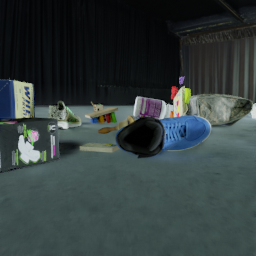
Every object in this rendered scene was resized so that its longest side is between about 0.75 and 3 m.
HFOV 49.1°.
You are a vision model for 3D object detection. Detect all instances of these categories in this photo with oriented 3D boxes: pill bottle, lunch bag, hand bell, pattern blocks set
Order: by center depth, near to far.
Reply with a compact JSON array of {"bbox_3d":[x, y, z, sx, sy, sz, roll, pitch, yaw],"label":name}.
[{"bbox_3d":[1.724,-0.750,9.269,0.158,1.949,1.713,7,-17,-8],"label":"pattern blocks set"},{"bbox_3d":[-0.440,0.010,9.527,1.316,0.685,0.685,-10,1,26],"label":"hand bell"},{"bbox_3d":[3.993,-0.823,12.494,2.498,1.469,2.049,-5,6,-3],"label":"lunch bag"},{"bbox_3d":[1.353,-0.992,14.987,1.982,1.113,1.113,10,6,-3],"label":"pill bottle"}]

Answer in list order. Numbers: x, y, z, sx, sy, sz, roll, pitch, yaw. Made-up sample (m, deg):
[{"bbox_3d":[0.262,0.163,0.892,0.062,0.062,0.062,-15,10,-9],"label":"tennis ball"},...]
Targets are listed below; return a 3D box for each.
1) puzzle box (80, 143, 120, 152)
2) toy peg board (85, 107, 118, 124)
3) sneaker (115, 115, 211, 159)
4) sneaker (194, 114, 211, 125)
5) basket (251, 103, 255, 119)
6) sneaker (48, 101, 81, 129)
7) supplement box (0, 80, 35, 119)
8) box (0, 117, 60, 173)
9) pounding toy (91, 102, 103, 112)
[{"bbox_3d":[-0.665,0.467,6.735,0.834,0.106,0.555,2,6,18],"label":"puzzle box"},{"bbox_3d":[-1.270,-0.501,14.019,1.430,0.703,1.436,-18,10,-16],"label":"toy peg board"},{"bbox_3d":[0.816,0.154,6.004,2.197,0.843,1.222,-4,0,-1],"label":"sneaker"},{"bbox_3d":[2.565,-0.183,10.110,1.421,0.679,0.563,-6,8,-43],"label":"sneaker"},{"bbox_3d":[8.102,-1.084,16.053,1.723,1.198,1.519,-12,8,-15],"label":"basket"},{"bbox_3d":[-2.601,-0.568,11.631,0.969,1.117,2.521,1,6,9],"label":"sneaker"},{"bbox_3d":[-4.922,-0.713,9.790,2.671,1.793,2.668,0,6,-4],"label":"supplement box"},{"bbox_3d":[-2.124,0.254,5.248,1.003,0.839,1.351,5,8,37],"label":"box"},{"bbox_3d":[-2.107,-1.298,19.048,0.709,0.997,0.918,-1,6,-14],"label":"pounding toy"}]
